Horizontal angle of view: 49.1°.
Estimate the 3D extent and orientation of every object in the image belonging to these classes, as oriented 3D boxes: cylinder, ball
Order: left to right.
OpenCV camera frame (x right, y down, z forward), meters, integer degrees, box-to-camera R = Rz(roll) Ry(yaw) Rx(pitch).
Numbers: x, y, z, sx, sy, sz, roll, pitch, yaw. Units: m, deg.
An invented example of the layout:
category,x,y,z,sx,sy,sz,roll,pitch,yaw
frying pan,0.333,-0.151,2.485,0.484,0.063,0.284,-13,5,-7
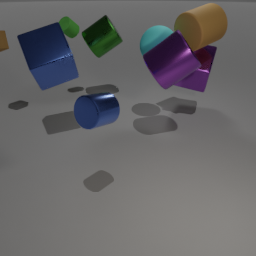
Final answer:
category,x,y,z,sx,sy,sz,roll,pitch,yaw
cylinder,-2.659,-4.515,12.581,0.700,0.700,0.700,18,-3,31
cylinder,-0.647,-0.372,5.856,0.700,0.700,0.700,19,22,32
cylinder,-1.180,-4.205,12.927,1.400,1.400,1.400,-32,26,11
ball,1.133,-3.060,10.391,1.400,1.400,1.400,0,28,0
cylinder,1.433,-2.209,9.156,1.400,1.400,1.400,-33,21,19
cylinder,2.676,-3.717,10.353,1.400,1.400,1.400,-29,38,-26

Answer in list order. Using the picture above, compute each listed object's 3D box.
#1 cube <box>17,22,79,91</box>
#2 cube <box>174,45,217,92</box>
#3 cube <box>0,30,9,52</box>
category,x,y,z,sx,sy,sz,roll,pitch,yaw
cube,-2.608,-2.353,9.350,1.400,1.400,1.400,-22,72,-8
cube,2.786,-2.582,11.809,1.400,1.400,1.400,16,65,13
cube,-5.160,-3.337,10.808,0.700,0.700,0.700,-1,13,38
